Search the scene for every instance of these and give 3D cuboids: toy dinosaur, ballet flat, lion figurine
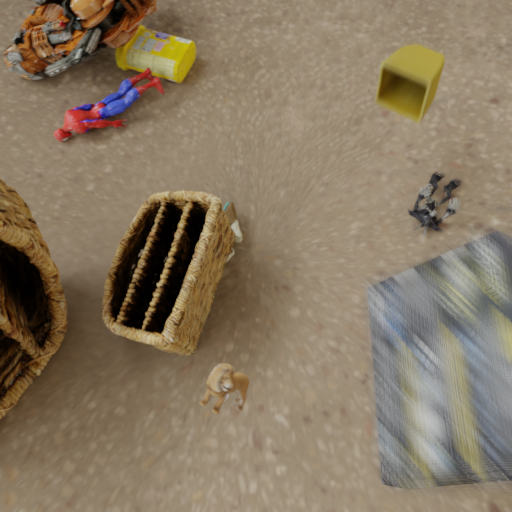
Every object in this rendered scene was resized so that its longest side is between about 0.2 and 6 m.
[{"bbox_3d":[-3.295,-5.475,12.205,5.005,2.556,3.397,-5,60,6],"label":"toy dinosaur"},{"bbox_3d":[-0.627,-0.255,10.439,0.585,0.548,1.617,24,66,11],"label":"ballet flat"},{"bbox_3d":[-0.354,1.723,7.461,0.401,1.106,0.677,27,93,22],"label":"lion figurine"}]

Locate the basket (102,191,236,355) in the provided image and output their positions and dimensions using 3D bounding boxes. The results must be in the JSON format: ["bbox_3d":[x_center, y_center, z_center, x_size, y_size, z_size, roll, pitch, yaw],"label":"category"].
[{"bbox_3d":[-1.577,0.180,9.126,1.777,1.855,2.490,17,78,10],"label":"basket"}]

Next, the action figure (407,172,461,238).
[{"bbox_3d":[3.451,-1.037,10.805,0.820,0.704,1.380,29,62,4],"label":"action figure"}]

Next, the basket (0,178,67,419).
[{"bbox_3d":[-4.169,0.805,7.863,2.823,3.956,2.947,-23,61,-12],"label":"basket"}]

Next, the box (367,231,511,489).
[{"bbox_3d":[2.059,1.136,5.893,0.570,1.870,2.321,19,57,-28],"label":"box"}]

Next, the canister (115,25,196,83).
[{"bbox_3d":[-2.284,-4.641,12.886,1.524,0.660,1.132,18,62,9],"label":"canister"}]

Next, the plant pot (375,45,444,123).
[{"bbox_3d":[2.713,-3.044,9.582,0.910,0.916,0.937,32,66,21],"label":"plant pot"}]

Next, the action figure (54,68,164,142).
[{"bbox_3d":[-3.209,-3.151,12.067,2.498,0.646,0.817,-31,59,-11],"label":"action figure"}]
